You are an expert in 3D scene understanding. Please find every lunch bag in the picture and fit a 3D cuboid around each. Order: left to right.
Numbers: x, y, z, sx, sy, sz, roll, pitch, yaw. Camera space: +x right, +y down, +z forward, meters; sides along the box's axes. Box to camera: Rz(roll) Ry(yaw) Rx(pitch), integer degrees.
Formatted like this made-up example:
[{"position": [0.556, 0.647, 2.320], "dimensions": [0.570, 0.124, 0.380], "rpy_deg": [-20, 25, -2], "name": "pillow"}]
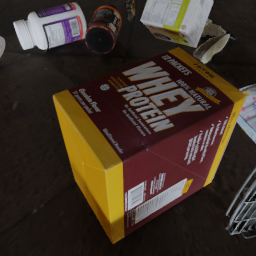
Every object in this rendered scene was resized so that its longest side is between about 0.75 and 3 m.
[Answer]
[{"position": [3.761, -0.298, 7.597], "dimensions": [2.012, 1.279, 1.706], "rpy_deg": [-13, 50, -25], "name": "lunch bag"}]

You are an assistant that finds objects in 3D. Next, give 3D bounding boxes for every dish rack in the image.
[{"position": [2.186, 0.421, 3.320], "dimensions": [2.416, 1.853, 0.659], "rpy_deg": [-4, 38, -25], "name": "dish rack"}]

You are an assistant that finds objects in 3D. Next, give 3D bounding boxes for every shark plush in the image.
[{"position": [3.663, -4.072, 11.534], "dimensions": [1.653, 0.751, 0.688], "rpy_deg": [13, 18, 18], "name": "shark plush"}]

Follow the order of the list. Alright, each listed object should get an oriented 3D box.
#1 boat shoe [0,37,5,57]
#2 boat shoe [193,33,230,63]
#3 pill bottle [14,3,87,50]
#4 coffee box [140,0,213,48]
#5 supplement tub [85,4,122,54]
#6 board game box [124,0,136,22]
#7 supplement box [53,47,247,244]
[{"position": [-5.405, -2.630, 9.960], "dimensions": [1.044, 0.841, 2.252], "rpy_deg": [16, 50, 5], "name": "boat shoe"}, {"position": [3.179, -3.113, 10.569], "dimensions": [0.554, 0.669, 1.861], "rpy_deg": [36, 63, 24], "name": "boat shoe"}, {"position": [-2.947, -3.823, 10.709], "dimensions": [2.465, 1.373, 1.373], "rpy_deg": [-22, 51, -19], "name": "pill bottle"}, {"position": [1.242, -2.917, 7.004], "dimensions": [1.246, 1.260, 1.258], "rpy_deg": [22, 6, 23], "name": "coffee box"}, {"position": [-0.897, -3.998, 10.997], "dimensions": [1.201, 1.201, 2.245], "rpy_deg": [6, 48, 5], "name": "supplement tub"}, {"position": [0.078, -3.820, 9.037], "dimensions": [0.142, 0.557, 0.822], "rpy_deg": [-1, 33, 14], "name": "board game box"}, {"position": [0.383, 0.359, 5.902], "dimensions": [2.882, 2.842, 1.913], "rpy_deg": [-25, 52, -21], "name": "supplement box"}]
